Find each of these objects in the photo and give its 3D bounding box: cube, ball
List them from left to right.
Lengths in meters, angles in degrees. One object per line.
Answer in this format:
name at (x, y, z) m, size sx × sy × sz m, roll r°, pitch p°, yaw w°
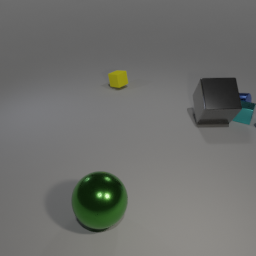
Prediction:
ball at (-0.700, 1.786, 6.997) m, size 1.400 × 1.400 × 1.400 m, roll 0°, pitch 31°, yaw 0°
cube at (-0.507, -2.552, 14.540) m, size 0.700 × 0.700 × 0.700 m, roll 14°, pitch 34°, yaw 42°
cube at (3.486, -1.049, 11.160) m, size 1.400 × 1.400 × 1.400 m, roll -1°, pitch 68°, yaw -1°
cube at (4.854, -0.659, 11.703) m, size 0.700 × 0.700 × 0.700 m, roll 17°, pitch 35°, yaw 26°

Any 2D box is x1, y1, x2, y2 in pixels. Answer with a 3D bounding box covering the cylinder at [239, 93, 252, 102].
cylinder at (4.993, -1.203, 12.397) m, size 0.700 × 0.700 × 0.700 m, roll 9°, pitch 30°, yaw 43°
